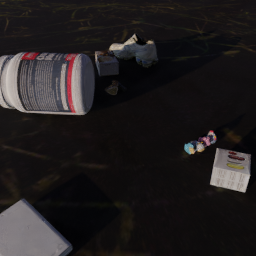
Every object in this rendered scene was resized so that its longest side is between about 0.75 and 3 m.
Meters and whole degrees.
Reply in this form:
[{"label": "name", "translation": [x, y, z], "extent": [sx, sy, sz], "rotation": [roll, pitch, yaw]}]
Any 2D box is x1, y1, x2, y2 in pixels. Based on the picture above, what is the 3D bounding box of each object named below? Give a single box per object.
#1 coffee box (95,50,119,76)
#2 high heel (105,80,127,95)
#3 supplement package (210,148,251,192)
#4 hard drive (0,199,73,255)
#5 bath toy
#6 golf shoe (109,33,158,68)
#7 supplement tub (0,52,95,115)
[{"label": "coffee box", "translation": [-1.006, -3.068, 13.152], "extent": [0.900, 0.627, 1.573], "rotation": [-6, 36, -9]}, {"label": "high heel", "translation": [-0.696, -1.684, 11.362], "extent": [1.117, 0.399, 0.796], "rotation": [-13, 41, -45]}, {"label": "supplement package", "translation": [2.680, 1.081, 7.313], "extent": [0.866, 0.637, 0.828], "rotation": [11, 37, 17]}, {"label": "hard drive", "translation": [-2.167, 2.334, 5.838], "extent": [1.745, 0.229, 1.151], "rotation": [28, 46, 32]}, {"label": "bath toy", "translation": [2.257, 0.414, 8.444], "extent": [1.159, 0.428, 0.504], "rotation": [-22, 41, -29]}, {"label": "golf shoe", "translation": [0.258, -4.068, 13.924], "extent": [2.886, 1.403, 1.130], "rotation": [23, 44, 31]}, {"label": "supplement tub", "translation": [-2.792, -1.549, 9.755], "extent": [2.988, 2.097, 2.097], "rotation": [3, 36, 4]}]
